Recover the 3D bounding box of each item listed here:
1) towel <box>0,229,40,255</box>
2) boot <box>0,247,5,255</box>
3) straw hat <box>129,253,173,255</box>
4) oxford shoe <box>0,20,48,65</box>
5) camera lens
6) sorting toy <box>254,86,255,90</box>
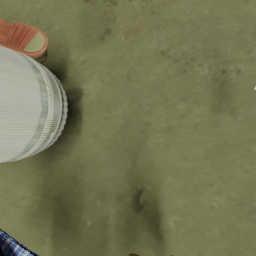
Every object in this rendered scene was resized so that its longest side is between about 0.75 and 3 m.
[{"bbox_3d":[-1.909,1.864,3.976,1.426,0.170,1.032,35,105,3],"label":"towel"},{"bbox_3d":[-1.189,2.287,3.593,1.528,0.695,1.819,2,68,-30],"label":"boot"},{"bbox_3d":[0.728,2.590,4.736,0.709,1.676,1.676,-42,75,3],"label":"straw hat"},{"bbox_3d":[-3.288,-2.104,6.606,2.813,1.038,0.996,22,68,-5],"label":"oxford shoe"},{"bbox_3d":[-2.694,-0.445,5.059,2.237,2.797,2.237,-1,88,20],"label":"camera lens"},{"bbox_3d":[2.789,-1.060,5.274,0.532,0.995,0.896,51,59,-6],"label":"sorting toy"}]
